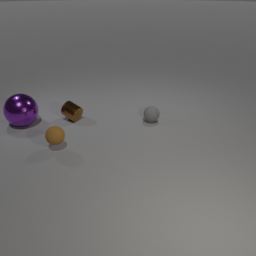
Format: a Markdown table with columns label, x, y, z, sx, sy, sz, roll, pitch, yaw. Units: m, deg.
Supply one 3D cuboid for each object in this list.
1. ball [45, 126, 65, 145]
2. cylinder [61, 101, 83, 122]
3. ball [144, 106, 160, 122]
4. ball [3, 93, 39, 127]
| label | x | y | z | sx | sy | sz | roll | pitch | yaw |
| --- | --- | --- | --- | --- | --- | --- | --- | --- | --- |
| ball | -2.626 | 0.265 | 10.097 | 0.700 | 0.700 | 0.700 | 0 | 28 | 0 |
| cylinder | -2.457 | -0.741 | 12.299 | 0.700 | 0.700 | 0.700 | 31 | 38 | 17 |
| ball | 1.030 | -0.615 | 12.218 | 0.700 | 0.700 | 0.700 | 0 | 28 | 0 |
| ball | -4.511 | -0.754 | 11.826 | 1.400 | 1.400 | 1.400 | 0 | 28 | 0 |
